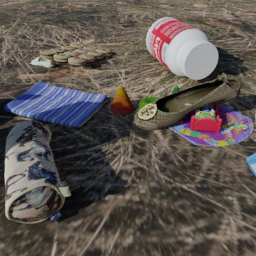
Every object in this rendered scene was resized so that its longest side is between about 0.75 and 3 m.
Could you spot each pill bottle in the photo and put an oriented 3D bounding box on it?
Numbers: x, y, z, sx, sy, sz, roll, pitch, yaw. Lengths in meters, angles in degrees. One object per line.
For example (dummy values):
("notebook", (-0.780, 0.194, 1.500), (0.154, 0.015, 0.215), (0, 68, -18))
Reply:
("pill bottle", (1.896, -2.858, 10.076), (1.652, 1.652, 2.943), (-10, 34, -15))

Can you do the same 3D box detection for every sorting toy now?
("sorting toy", (0.522, -0.911, 7.880), (2.065, 0.711, 0.716), (-5, 32, -3))

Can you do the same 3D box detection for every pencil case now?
("pencil case", (-1.751, 0.696, 5.237), (1.013, 0.881, 2.265), (-11, 34, -17))

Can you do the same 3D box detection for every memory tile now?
("memory tile", (-2.057, -3.056, 11.385), (2.019, 0.221, 2.635), (17, 30, 20))

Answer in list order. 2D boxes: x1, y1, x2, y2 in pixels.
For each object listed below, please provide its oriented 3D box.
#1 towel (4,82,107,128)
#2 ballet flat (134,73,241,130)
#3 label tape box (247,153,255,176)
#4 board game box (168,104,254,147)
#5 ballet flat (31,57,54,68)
("towel", (-2.041, -0.736, 8.037), (2.445, 0.292, 1.770), (12, 35, 18))
("ballet flat", (1.501, -0.728, 7.141), (2.882, 0.668, 0.971), (-18, 47, 1))
("label tape box", (2.541, -0.050, 2.798), (2.211, 1.584, 0.731), (-28, 76, -4))
("board game box", (1.955, -0.483, 7.428), (2.098, 0.517, 2.655), (-21, 38, -29))
("ballet flat", (-3.321, -2.589, 10.871), (1.085, 0.389, 0.389), (15, 36, 24))
